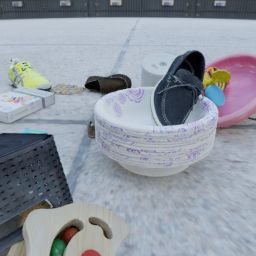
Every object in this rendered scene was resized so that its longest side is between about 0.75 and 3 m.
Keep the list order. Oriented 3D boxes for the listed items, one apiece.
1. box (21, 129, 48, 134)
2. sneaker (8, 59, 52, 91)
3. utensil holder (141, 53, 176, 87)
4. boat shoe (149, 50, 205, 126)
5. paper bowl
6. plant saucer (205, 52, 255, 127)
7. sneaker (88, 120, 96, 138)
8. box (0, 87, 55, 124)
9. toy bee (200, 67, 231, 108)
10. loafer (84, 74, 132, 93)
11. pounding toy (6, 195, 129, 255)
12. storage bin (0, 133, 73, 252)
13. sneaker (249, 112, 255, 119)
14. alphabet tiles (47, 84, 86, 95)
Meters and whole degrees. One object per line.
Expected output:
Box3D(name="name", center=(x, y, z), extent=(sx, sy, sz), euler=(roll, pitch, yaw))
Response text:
Box3D(name="box", center=(-2.734, 0.580, 7.090), extent=(0.686, 0.410, 1.667), euler=(7, 27, 14))
Box3D(name="sneaker", center=(-4.352, -2.199, 11.942), extent=(2.954, 1.129, 1.114), euler=(22, 32, 36))
Box3D(name="utensil holder", center=(1.106, -1.480, 9.465), extent=(1.411, 1.660, 1.411), euler=(0, 45, 0))
Box3D(name="boat shoe", center=(1.250, -0.919, 6.640), extent=(0.863, 1.034, 2.771), euler=(-32, 25, 48))
Box3D(name="paper bowl", center=(0.634, 0.079, 6.852), extent=(2.875, 1.495, 2.875), euler=(0, 26, 0))
Box3D(name="plant saucer", center=(3.072, -1.110, 8.831), extent=(2.938, 0.745, 2.938), euler=(-27, 38, 23))
Box3D(name="sneaker", center=(-1.091, 0.022, 8.364), extent=(0.269, 0.289, 0.765), euler=(-8, 27, -15))
Box3D(name="box", center=(-4.003, -0.893, 10.063), extent=(1.695, 0.448, 2.175), euler=(14, 30, 27))
Box3D(name="toy bee", center=(2.060, -1.104, 8.135), extent=(1.905, 1.582, 2.911), euler=(-34, 16, 30))
Box3D(name="loafer", center=(-0.869, -1.726, 11.525), extent=(2.132, 0.778, 0.760), euler=(1, 28, 25))
Box3D(name="pounding toy", center=(-0.870, 2.057, 3.801), extent=(1.540, 1.545, 2.693), euler=(18, 26, -30))
Box3D(name="storage bin", center=(-2.361, 0.910, 4.681), extent=(2.579, 1.209, 1.743), euler=(0, 19, 45))
Box3D(name="sneaker", center=(3.767, -1.131, 9.664), extent=(2.699, 1.219, 1.055), euler=(12, 30, 27))
Box3D(name="alphabet tiles", center=(-2.610, -1.652, 12.050), extent=(1.459, 0.055, 1.219), euler=(5, 26, 10))
